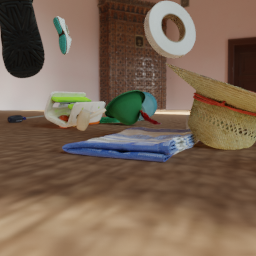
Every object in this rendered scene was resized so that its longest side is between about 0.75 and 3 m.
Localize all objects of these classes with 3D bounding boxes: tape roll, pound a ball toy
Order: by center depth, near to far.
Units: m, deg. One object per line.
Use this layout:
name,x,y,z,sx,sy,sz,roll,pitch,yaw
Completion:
pound a ball toy,-1.525,-0.403,9.105,1.613,1.051,2.474,26,15,16
tape roll,1.522,-3.485,9.971,2.018,2.018,0.369,-2,-6,-27

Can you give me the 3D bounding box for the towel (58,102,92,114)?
towel,-2.690,-0.904,14.435,1.577,0.380,1.350,5,-21,43

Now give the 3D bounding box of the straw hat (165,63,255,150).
straw hat,1.663,-0.196,4.752,2.536,1.073,2.536,17,15,-5

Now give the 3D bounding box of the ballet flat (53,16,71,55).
ballet flat,-2.538,-3.697,11.211,0.543,1.563,0.543,-16,-1,0

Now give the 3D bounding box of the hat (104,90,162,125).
hat,0.229,-0.208,10.079,1.675,1.780,2.022,-31,-21,7

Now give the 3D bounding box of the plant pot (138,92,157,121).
plant pot,0.594,-0.922,13.175,1.332,1.332,1.251,2,20,19

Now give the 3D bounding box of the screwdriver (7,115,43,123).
screwdriver,-4.453,-0.409,12.472,0.341,0.356,2.446,2,2,16

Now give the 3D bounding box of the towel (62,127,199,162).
towel,0.239,0.201,4.834,1.704,0.276,2.320,1,5,25

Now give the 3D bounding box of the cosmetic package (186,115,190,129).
cosmetic package,1.830,-0.099,7.297,0.401,0.475,0.889,-2,7,-6

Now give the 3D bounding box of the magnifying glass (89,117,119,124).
magnifying glass,-1.117,-0.297,11.336,0.965,0.272,2.425,3,4,28

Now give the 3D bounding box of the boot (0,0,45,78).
boot,-2.837,-2.862,7.177,1.027,2.040,2.728,-10,-35,-21
